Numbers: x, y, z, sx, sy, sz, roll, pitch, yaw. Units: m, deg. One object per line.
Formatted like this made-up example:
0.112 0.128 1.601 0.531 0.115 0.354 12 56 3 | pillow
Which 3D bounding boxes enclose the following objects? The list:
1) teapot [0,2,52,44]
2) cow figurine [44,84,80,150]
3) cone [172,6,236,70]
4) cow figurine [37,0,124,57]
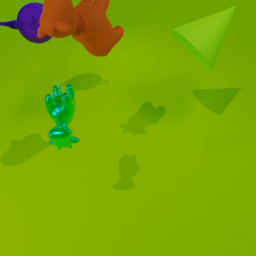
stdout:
-2.639 -2.919 7.756 1.777 1.105 0.870 -4 13 3 | teapot
-1.120 -0.176 4.848 0.544 0.975 0.991 -4 27 1 | cow figurine
2.154 -2.509 7.097 1.473 1.468 1.468 -45 49 12 | cone
-0.916 -1.963 5.578 0.904 1.646 1.620 9 57 38 | cow figurine
